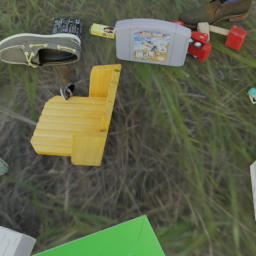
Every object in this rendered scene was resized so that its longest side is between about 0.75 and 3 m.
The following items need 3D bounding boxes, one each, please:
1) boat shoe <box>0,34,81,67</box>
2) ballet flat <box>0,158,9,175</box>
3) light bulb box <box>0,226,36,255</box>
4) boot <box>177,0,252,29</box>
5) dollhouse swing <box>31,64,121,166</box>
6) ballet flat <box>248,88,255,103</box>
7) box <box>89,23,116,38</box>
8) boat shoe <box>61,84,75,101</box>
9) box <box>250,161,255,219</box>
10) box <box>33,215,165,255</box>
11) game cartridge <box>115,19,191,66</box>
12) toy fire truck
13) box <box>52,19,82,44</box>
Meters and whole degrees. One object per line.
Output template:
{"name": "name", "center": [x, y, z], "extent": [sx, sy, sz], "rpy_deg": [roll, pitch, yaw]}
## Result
{"name": "boat shoe", "center": [-3.077, -2.621, 9.707], "extent": [2.897, 1.035, 0.866], "rpy_deg": [-8, 57, -9]}
{"name": "ballet flat", "center": [-4.194, 0.799, 8.158], "extent": [1.654, 0.527, 0.557], "rpy_deg": [28, 65, 14]}
{"name": "light bulb box", "center": [-3.445, 3.155, 6.562], "extent": [1.753, 1.094, 1.738], "rpy_deg": [15, 63, 9]}
{"name": "boot", "center": [3.330, -4.715, 10.599], "extent": [2.960, 1.435, 1.106], "rpy_deg": [-13, 63, -7]}
{"name": "dollhouse swing", "center": [-1.557, -0.494, 7.966], "extent": [2.197, 2.271, 2.499], "rpy_deg": [13, 57, -3]}
{"name": "ballet flat", "center": [4.322, -0.856, 9.200], "extent": [0.368, 0.352, 1.045], "rpy_deg": [-37, 65, 8]}
{"name": "box", "center": [-0.961, -3.730, 10.753], "extent": [0.973, 0.244, 0.366], "rpy_deg": [12, 62, 7]}
{"name": "boat shoe", "center": [-1.908, -1.199, 9.002], "extent": [0.328, 0.385, 1.153], "rpy_deg": [-27, 22, 6]}
{"name": "box", "center": [3.942, 1.655, 7.526], "extent": [0.905, 0.816, 1.609], "rpy_deg": [6, 62, 2]}
{"name": "box", "center": [-0.849, 3.064, 5.521], "extent": [2.610, 2.303, 1.262], "rpy_deg": [-10, 59, -28]}
{"name": "game cartridge", "center": [0.800, -2.898, 9.511], "extent": [2.468, 1.643, 0.512], "rpy_deg": [8, 65, 5]}
{"name": "toy fire truck", "center": [2.730, -3.368, 10.301], "extent": [2.590, 0.631, 1.826], "rpy_deg": [34, 65, 21]}
{"name": "box", "center": [-2.328, -3.591, 10.647], "extent": [1.071, 0.291, 1.337], "rpy_deg": [-2, 62, -1]}
